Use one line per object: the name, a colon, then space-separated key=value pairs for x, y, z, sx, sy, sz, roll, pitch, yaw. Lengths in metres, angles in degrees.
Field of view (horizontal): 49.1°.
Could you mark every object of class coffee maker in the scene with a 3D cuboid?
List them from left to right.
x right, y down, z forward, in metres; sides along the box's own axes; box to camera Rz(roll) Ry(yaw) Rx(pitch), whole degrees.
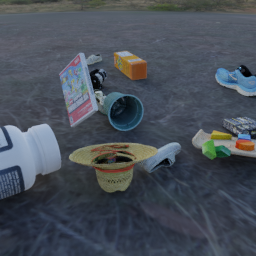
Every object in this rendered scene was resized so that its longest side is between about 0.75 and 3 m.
coffee maker: x=-1.638 y=-2.237 z=12.919 sx=1.144 sy=0.802 sz=1.191 roll=5 pitch=28 yaw=11

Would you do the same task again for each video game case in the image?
video game case: x=-1.637 y=-1.196 z=9.040 sx=0.173 sy=1.985 sz=1.419 roll=-1 pitch=-20 yaw=-43

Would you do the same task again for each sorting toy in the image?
sorting toy: x=2.777 y=0.451 z=7.535 sx=1.989 sy=0.396 sz=2.691 roll=13 pitch=13 yaw=20

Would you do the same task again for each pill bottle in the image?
pill bottle: x=-2.977 y=0.821 z=6.314 sx=2.645 sy=1.582 sz=1.582 roll=-17 pitch=32 yaw=-29

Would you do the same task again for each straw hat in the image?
straw hat: x=-0.317 y=1.007 z=6.650 sx=2.217 sy=0.938 sz=2.217 roll=-3 pitch=8 yaw=0

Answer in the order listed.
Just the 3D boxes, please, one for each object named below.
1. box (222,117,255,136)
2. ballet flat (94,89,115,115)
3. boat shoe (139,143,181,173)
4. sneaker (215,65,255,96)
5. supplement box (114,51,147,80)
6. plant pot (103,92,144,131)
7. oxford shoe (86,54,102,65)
box: x=3.806 y=-0.054 z=9.160 sx=0.962 sy=0.293 sz=1.193 roll=-4 pitch=19 yaw=-13
ballet flat: x=-1.001 y=-1.049 z=10.916 sx=0.606 sy=0.573 sz=1.798 roll=-13 pitch=31 yaw=-23
boat shoe: x=0.968 y=0.840 z=7.556 sx=1.471 sy=0.513 sz=0.524 roll=-18 pitch=55 yaw=-35
sneaker: x=5.077 y=-2.369 z=12.771 sx=1.006 sy=1.154 sz=2.566 roll=-13 pitch=31 yaw=-23
supplement box: x=0.084 y=-3.386 z=14.987 sx=0.927 sy=0.896 sz=2.694 roll=-12 pitch=30 yaw=-16
plant pot: x=-0.262 y=-0.677 z=9.690 sx=1.237 sy=1.237 sz=1.212 roll=-10 pitch=22 yaw=-18
oxford shoe: x=-2.192 y=-4.145 z=16.876 sx=0.605 sy=0.465 sz=1.609 roll=23 pitch=37 yaw=31
